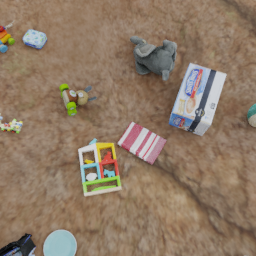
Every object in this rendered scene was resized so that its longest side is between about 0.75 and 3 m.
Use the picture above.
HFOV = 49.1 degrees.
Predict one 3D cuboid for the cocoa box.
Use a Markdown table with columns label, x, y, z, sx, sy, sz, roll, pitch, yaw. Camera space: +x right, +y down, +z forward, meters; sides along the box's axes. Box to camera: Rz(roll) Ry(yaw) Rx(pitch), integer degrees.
| label | x | y | z | sx | sy | sz | roll | pitch | yaw |
| --- | --- | --- | --- | --- | --- | --- | --- | --- | --- |
| cocoa box | 2.455 | -1.011 | 10.107 | 1.354 | 1.376 | 2.063 | 20 | 76 | 8 |

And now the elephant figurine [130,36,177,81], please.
| label | x | y | z | sx | sy | sz | roll | pitch | yaw |
| --- | --- | --- | --- | --- | --- | --- | --- | --- | --- |
| elephant figurine | 0.798 | -2.824 | 11.111 | 2.071 | 1.607 | 1.466 | 12 | 109 | 16 |

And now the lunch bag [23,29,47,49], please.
| label | x | y | z | sx | sy | sz | roll | pitch | yaw |
| --- | --- | --- | --- | --- | --- | --- | --- | --- | --- |
| lunch bag | -3.944 | -3.751 | 11.848 | 0.873 | 0.360 | 0.702 | 18 | 68 | 7 |

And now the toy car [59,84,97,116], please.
| label | x | y | z | sx | sy | sz | roll | pitch | yaw |
| --- | --- | --- | --- | --- | --- | --- | --- | --- | --- |
| toy car | -1.828 | -1.176 | 10.540 | 1.205 | 0.951 | 0.990 | -20 | 72 | -15 |

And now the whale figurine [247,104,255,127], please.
| label | x | y | z | sx | sy | sz | roll | pitch | yaw |
| --- | --- | --- | --- | --- | --- | --- | --- | --- | --- |
| whale figurine | 5.136 | -0.606 | 10.133 | 1.572 | 1.251 | 0.816 | -18 | 65 | 16 |

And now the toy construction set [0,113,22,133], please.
| label | x | y | z | sx | sy | sz | roll | pitch | yaw |
| --- | --- | --- | --- | --- | --- | --- | --- | --- | --- |
| toy construction set | -4.357 | -0.127 | 10.189 | 1.092 | 0.716 | 0.503 | 21 | 70 | 4 |

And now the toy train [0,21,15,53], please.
| label | x | y | z | sx | sy | sz | roll | pitch | yaw |
| --- | --- | --- | --- | --- | --- | --- | --- | --- | --- |
| toy train | -5.085 | -3.875 | 11.814 | 0.829 | 0.607 | 1.433 | 43 | 74 | 4 |

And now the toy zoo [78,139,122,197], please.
| label | x | y | z | sx | sy | sz | roll | pitch | yaw |
| --- | --- | --- | --- | --- | --- | --- | --- | --- | --- |
| toy zoo | -1.026 | 1.305 | 9.900 | 1.305 | 0.203 | 1.989 | -9 | 69 | -4 |

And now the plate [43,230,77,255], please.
| label | x | y | z | sx | sy | sz | roll | pitch | yaw |
| --- | --- | --- | --- | --- | --- | --- | --- | --- | --- |
| plate | -2.157 | 3.807 | 8.939 | 1.050 | 0.134 | 1.050 | 0 | 69 | 1 |

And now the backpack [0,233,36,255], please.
| label | x | y | z | sx | sy | sz | roll | pitch | yaw |
| --- | --- | --- | --- | --- | --- | --- | --- | --- | --- |
| backpack | -3.444 | 3.887 | 8.426 | 1.180 | 1.239 | 0.954 | -23 | 83 | -5 |

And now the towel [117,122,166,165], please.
| label | x | y | z | sx | sy | sz | roll | pitch | yaw |
| --- | --- | --- | --- | --- | --- | --- | --- | --- | --- |
| towel | 0.504 | 0.516 | 10.242 | 1.514 | 0.172 | 1.091 | 29 | 70 | 11 |
